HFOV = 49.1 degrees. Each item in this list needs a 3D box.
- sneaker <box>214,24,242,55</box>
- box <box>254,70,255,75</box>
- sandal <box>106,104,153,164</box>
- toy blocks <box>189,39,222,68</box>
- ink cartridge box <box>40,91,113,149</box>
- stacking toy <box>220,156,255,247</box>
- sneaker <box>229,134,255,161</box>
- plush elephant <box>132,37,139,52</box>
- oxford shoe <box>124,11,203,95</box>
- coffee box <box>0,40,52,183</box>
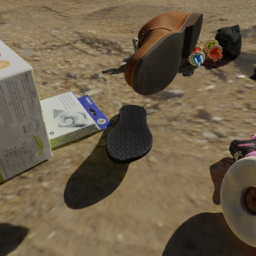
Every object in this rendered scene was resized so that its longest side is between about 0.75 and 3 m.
[{"bbox_3d":[4.027,-3.503,11.303,1.025,0.857,2.257,0,33,15],"label":"sneaker"},{"bbox_3d":[5.187,-1.806,9.615,0.943,0.238,1.319,-26,46,-27],"label":"box"},{"bbox_3d":[0.082,0.190,7.096,1.051,0.631,2.799,9,26,2],"label":"sandal"},{"bbox_3d":[2.898,-2.729,10.439,1.318,0.574,1.581,0,40,1],"label":"toy blocks"},{"bbox_3d":[-1.614,-0.374,7.819,1.817,0.369,1.813,-21,45,-23],"label":"ink cartridge box"},{"bbox_3d":[3.026,1.375,5.314,2.147,1.569,1.569,6,37,-23],"label":"stacking toy"},{"bbox_3d":[3.459,0.410,6.631,2.307,0.912,1.101,-10,30,-14],"label":"sneaker"},{"bbox_3d":[0.689,-2.809,10.335,0.844,0.898,1.090,-14,70,3],"label":"plush elephant"},{"bbox_3d":[0.491,-1.384,4.866,0.940,0.940,2.637,20,41,18],"label":"oxford shoe"},{"bbox_3d":[-3.432,-0.343,6.158,2.422,2.449,2.446,-28,48,-29],"label":"coffee box"}]
